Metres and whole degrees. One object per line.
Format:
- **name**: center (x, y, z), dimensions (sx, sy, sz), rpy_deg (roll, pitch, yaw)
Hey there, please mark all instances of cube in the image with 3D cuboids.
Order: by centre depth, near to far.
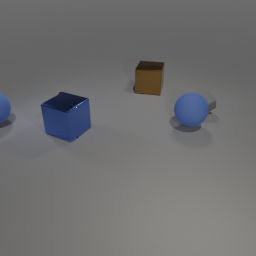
- **cube**: center (-2.515, -0.490, 11.565), dimensions (1.400, 1.400, 1.400), rpy_deg (16, 35, 24)
- **cube**: center (3.533, -1.177, 12.772), dimensions (0.700, 0.700, 0.700), rpy_deg (-28, 60, 3)
- **cube**: center (1.190, -2.743, 15.265), dimensions (1.400, 1.400, 1.400), rpy_deg (7, 32, 11)

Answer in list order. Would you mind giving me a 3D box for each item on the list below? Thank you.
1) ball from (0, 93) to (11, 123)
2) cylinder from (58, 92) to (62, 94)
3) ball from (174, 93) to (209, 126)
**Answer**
- **ball**: center (-5.746, -0.852, 11.926), dimensions (1.400, 1.400, 1.400), rpy_deg (0, 31, 0)
- **cylinder**: center (-3.020, -1.216, 13.042), dimensions (0.700, 0.700, 0.700), rpy_deg (25, 26, -13)
- **ball**: center (2.617, -0.763, 11.607), dimensions (1.400, 1.400, 1.400), rpy_deg (0, 31, 0)
